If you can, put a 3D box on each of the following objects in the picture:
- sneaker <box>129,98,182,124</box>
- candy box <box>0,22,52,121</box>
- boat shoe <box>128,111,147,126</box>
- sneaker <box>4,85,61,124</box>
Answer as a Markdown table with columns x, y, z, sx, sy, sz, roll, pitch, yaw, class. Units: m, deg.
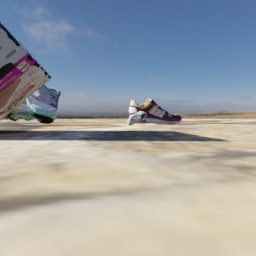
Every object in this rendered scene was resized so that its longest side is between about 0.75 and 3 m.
| x | y | z | sx | sy | sz | roll | pitch | yaw | class |
| --- | --- | --- | --- | --- | --- | --- | --- | --- | --- |
| 1.086 | -0.632 | 10.571 | 2.127 | 0.958 | 0.797 | 2 | 0 | -20 | sneaker |
| -2.298 | -0.749 | 4.766 | 1.660 | 0.743 | 2.435 | -41 | 8 | -4 | candy box |
| 0.350 | -0.295 | 9.199 | 0.353 | 0.306 | 0.828 | 15 | 33 | 38 | boat shoe |
| -3.595 | -1.123 | 9.914 | 2.465 | 1.724 | 0.958 | 10 | -29 | -4 | sneaker |
